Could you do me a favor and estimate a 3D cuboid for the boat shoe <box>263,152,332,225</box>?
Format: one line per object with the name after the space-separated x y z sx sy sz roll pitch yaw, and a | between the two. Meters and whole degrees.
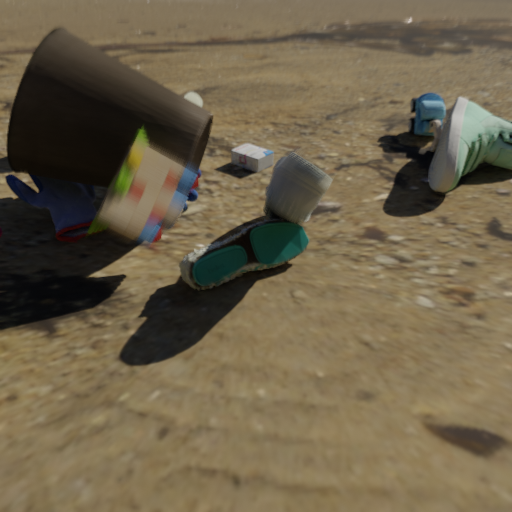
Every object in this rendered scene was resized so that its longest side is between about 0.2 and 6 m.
0.533 -0.999 9.473 1.045 1.066 2.995 36 2 0 | boat shoe

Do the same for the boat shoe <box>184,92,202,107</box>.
-2.175 -3.626 14.782 0.581 0.695 1.944 -25 19 51 | boat shoe

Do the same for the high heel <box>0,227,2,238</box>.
-5.210 -0.054 8.848 2.189 0.737 1.050 -9 23 -5 | high heel

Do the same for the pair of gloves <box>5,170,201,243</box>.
-2.925 -1.505 11.150 3.584 0.408 2.882 -18 50 -28 | pair of gloves

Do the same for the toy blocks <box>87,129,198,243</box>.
-1.696 -0.917 8.942 1.240 0.907 1.814 28 64 -19 | toy blocks

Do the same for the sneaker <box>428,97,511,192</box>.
4.931 -2.251 12.078 1.936 1.208 3.282 24 47 9 | sneaker

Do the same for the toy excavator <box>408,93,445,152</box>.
4.364 -3.318 13.946 0.814 1.584 1.629 2 4 3 | toy excavator

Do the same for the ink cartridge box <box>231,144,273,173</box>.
-0.095 -2.245 12.802 0.816 0.345 0.590 26 40 33 | ink cartridge box

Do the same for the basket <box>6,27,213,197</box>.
-2.500 -2.279 10.224 3.043 2.743 2.069 20 0 -2 | basket

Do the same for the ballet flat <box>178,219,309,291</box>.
-0.245 -0.091 9.059 2.262 0.812 0.812 -18 36 -27 | ballet flat
